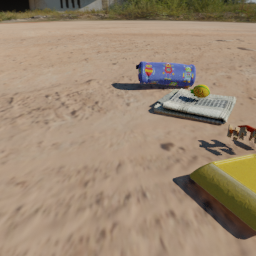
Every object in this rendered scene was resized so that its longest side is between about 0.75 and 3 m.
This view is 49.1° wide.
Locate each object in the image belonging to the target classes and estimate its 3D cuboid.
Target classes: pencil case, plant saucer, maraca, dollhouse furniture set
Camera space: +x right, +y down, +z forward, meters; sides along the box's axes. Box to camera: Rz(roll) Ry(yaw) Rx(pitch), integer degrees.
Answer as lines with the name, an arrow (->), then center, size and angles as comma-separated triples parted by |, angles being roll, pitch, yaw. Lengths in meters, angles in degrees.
pencil case -> 1.610, -2.298, 12.073 | 2.519, 0.983, 1.094 | 2, -18, -8
plant saucer -> 2.559, 1.089, 5.589 | 1.904, 0.461, 1.905 | -5, 25, -28
maraca -> 2.558, -1.290, 9.984 | 0.446, 0.571, 0.833 | -54, 17, -20
dollhouse furniture set -> 3.212, 0.080, 7.160 | 0.959, 0.499, 0.969 | 19, -12, -31

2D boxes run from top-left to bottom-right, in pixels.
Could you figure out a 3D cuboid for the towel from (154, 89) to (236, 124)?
towel -> 2.456, -0.930, 10.078 | 2.541, 0.439, 2.446 | 12, 28, 25
